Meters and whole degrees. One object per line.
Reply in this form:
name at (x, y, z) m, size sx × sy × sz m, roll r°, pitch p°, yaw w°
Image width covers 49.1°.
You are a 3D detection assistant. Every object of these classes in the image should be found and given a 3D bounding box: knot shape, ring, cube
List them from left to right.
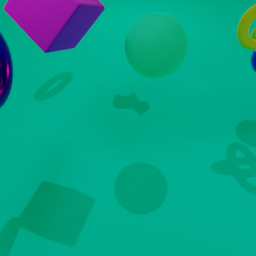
ring at (-2.113, -0.858, 4.031) m, size 0.282 × 1.408 × 1.408 m, roll 4°, pitch 46°, yaw 8°
cube at (-1.153, -1.934, 4.528) m, size 0.961 × 0.961 × 0.961 m, roll 47°, pitch 28°, yaw -2°
knot shape at (2.814, -1.900, 5.565) m, size 1.326 × 1.417 × 0.655 m, roll 22°, pitch 70°, yaw -12°

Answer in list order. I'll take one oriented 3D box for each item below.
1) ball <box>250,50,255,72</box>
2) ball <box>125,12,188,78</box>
ball at (3.396, -1.648, 6.684) m, size 0.866 × 0.866 × 0.866 m, roll 0°, pitch 46°, yaw 0°
ball at (0.520, -1.518, 5.214) m, size 1.170 × 1.170 × 1.170 m, roll 0°, pitch 46°, yaw 0°
